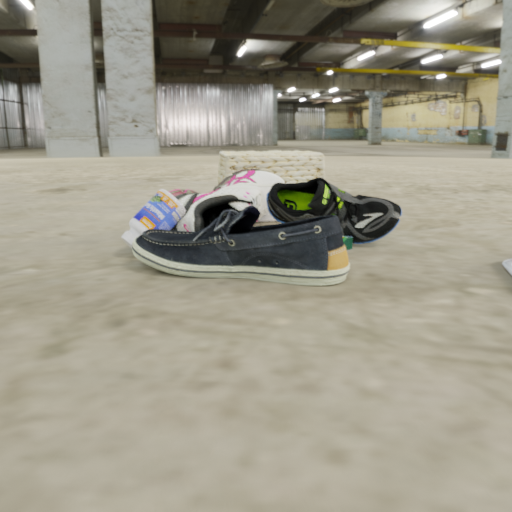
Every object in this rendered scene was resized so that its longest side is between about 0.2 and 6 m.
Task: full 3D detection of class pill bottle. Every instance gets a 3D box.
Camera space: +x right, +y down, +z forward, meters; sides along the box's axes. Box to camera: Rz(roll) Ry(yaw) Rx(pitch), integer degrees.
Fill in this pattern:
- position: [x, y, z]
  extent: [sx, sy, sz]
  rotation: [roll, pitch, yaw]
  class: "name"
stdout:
- position: [-1.838, -0.583, 9.924]
  extent: [1.126, 0.631, 0.631]
  rotation: [-49, 32, -14]
  class: "pill bottle"

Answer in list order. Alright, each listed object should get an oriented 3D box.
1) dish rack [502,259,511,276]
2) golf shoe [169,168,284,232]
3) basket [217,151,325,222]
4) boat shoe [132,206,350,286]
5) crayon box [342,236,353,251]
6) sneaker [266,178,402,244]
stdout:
- position: [5.239, 0.186, 7.394]
  extent: [3.228, 0.819, 3.762]
  rotation: [2, 12, 13]
  class: "dish rack"
- position: [-0.432, -0.956, 11.670]
  extent: [3.358, 1.219, 1.546]
  rotation: [-25, 31, -39]
  class: "golf shoe"
- position: [0.350, -1.807, 14.192]
  extent: [2.703, 1.668, 1.832]
  rotation: [-1, 13, -10]
  class: "basket"
- position: [-0.287, -0.243, 8.617]
  extent: [3.464, 1.078, 1.292]
  rotation: [4, 15, 18]
  class: "boat shoe"
- position: [1.211, -0.200, 10.203]
  extent: [0.649, 0.266, 1.033]
  rotation: [10, 15, 40]
  class: "crayon box"
- position: [1.419, -0.878, 10.610]
  extent: [2.592, 0.919, 1.074]
  rotation: [11, -15, 12]
  class: "sneaker"
